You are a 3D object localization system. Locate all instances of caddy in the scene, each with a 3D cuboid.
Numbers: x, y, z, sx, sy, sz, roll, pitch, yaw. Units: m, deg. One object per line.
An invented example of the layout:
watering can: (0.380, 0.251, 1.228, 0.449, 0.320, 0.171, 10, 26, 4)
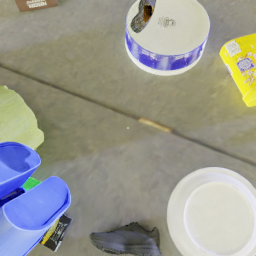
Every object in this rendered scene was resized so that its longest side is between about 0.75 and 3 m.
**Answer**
caddy: (-1.567, 0.950, 3.433, 1.326, 1.876, 0.985, 45, 97, 3)

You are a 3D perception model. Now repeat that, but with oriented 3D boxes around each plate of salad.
plate of salad: (1.955, 1.988, 6.268, 2.198, 0.528, 2.198, 0, 78, -1)

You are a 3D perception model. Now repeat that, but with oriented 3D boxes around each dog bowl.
dog bowl: (1.089, -2.729, 8.034, 2.338, 0.921, 2.338, 0, 68, 0)

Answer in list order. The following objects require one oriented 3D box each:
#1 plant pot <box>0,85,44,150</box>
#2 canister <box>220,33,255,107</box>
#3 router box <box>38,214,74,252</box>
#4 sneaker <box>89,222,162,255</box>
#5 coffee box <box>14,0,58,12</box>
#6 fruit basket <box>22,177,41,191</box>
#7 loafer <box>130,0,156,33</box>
plant pot: (-3.331, 0.334, 6.105, 2.630, 2.630, 2.497, 42, 61, 16)
canister: (3.482, -1.626, 7.656, 1.337, 0.779, 1.801, -16, 67, -7)
router box: (-1.692, 2.273, 6.312, 0.607, 0.202, 0.772, 25, 69, 10)
sneaker: (-0.048, 2.404, 6.127, 1.589, 0.603, 0.721, 10, 58, -3)
coffee box: (-3.086, -4.959, 8.978, 1.275, 0.900, 2.256, -11, 68, -5)
fruit basket: (-2.532, 1.774, 6.132, 0.958, 1.328, 1.328, 20, 69, 8)
loafer: (0.374, -2.224, 5.295, 0.345, 0.342, 0.947, 29, 70, -29)
